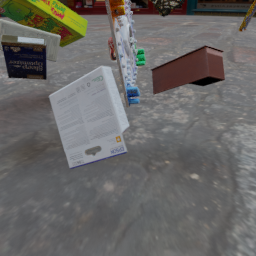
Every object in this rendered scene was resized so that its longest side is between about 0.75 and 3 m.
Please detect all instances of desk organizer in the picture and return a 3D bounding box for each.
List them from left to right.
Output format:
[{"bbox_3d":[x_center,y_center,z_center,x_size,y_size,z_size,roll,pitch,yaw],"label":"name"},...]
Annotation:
[{"bbox_3d":[1.215,-1.142,5.936,0.566,0.608,1.578,2,-9,-37],"label":"desk organizer"}]

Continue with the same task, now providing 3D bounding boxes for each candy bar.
[{"bbox_3d":[3.599,-3.319,8.242,0.302,1.211,0.134,-18,65,-13],"label":"candy bar"}]

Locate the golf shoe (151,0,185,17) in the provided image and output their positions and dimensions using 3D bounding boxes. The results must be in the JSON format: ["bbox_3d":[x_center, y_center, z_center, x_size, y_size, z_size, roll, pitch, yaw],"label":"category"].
[{"bbox_3d":[1.427,-4.581,9.620,0.808,0.981,2.077,-59,20,-16],"label":"golf shoe"}]

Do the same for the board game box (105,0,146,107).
[{"bbox_3d":[0.056,-2.116,6.456,0.314,2.428,2.429,-4,37,11],"label":"board game box"}]

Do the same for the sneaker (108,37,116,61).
[{"bbox_3d":[-0.626,-3.081,10.955,0.369,0.947,0.389,-4,-4,-16],"label":"sneaker"}]

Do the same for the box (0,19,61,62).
[{"bbox_3d":[-2.450,-2.097,6.787,1.453,0.690,0.565,5,14,-40],"label":"box"}]

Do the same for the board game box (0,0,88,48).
[{"bbox_3d":[-2.891,-3.784,9.331,1.417,0.664,2.789,-7,-20,43],"label":"board game box"}]

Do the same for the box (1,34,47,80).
[{"bbox_3d":[-2.270,-1.459,6.271,0.869,1.434,0.232,0,64,-15],"label":"box"}]

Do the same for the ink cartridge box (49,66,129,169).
[{"bbox_3d":[-0.574,-0.110,4.167,1.215,1.237,0.268,-19,-3,36],"label":"ink cartridge box"}]
